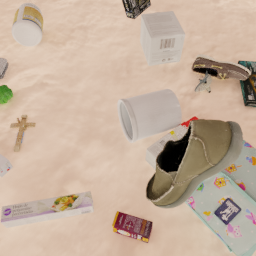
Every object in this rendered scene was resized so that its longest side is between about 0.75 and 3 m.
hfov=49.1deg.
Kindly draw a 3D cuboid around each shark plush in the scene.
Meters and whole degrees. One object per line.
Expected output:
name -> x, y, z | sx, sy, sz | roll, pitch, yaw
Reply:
shark plush -> 2.940, -1.892, 10.839 | 0.507, 0.553, 1.217 | -4, 59, 37

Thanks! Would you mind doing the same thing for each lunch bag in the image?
lunch bag -> 2.954, 1.857, 7.355 | 2.439, 1.487, 2.078 | -35, 63, -20

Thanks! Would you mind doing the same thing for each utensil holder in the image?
utensil holder -> 0.689, -0.435, 9.128 | 1.707, 1.450, 1.450 | -16, 54, -13

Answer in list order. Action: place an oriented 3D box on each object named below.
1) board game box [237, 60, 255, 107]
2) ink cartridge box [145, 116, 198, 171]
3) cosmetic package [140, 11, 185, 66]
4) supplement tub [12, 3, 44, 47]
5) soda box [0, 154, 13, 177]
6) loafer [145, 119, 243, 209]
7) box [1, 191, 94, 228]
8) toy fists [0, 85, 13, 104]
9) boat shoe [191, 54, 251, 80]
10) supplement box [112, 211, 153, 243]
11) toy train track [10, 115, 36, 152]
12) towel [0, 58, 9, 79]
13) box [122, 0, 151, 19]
board game box -> 5.146, -1.710, 10.778 | 1.555, 0.324, 2.299 | 5, 53, 4
ink cartridge box -> 1.726, 0.657, 8.738 | 2.112, 0.710, 1.227 | -33, 59, -22
cosmetic package -> 1.370, -3.726, 11.619 | 1.416, 1.407, 1.692 | -9, 54, -6
supplement tub -> -4.395, -4.592, 12.379 | 1.246, 1.246, 1.723 | -5, 53, -4
soda box -> -4.281, 0.928, 8.707 | 1.394, 0.444, 0.475 | 28, 58, 20
loafer -> 0.973, 0.686, 5.563 | 1.006, 2.889, 1.086 | 20, 47, -11
box -> -2.164, 2.231, 7.690 | 2.430, 0.503, 0.470 | -9, 53, -6
toy fists -> -4.855, -1.070, 10.233 | 1.308, 0.450, 0.667 | -27, 50, -17
boat shoe -> 3.561, -2.219, 10.845 | 2.200, 0.790, 0.655 | 25, 78, 24
supplement box -> 0.121, 2.608, 7.366 | 0.997, 0.550, 0.427 | 14, 55, 11
toy train track -> -3.643, 0.101, 9.462 | 0.865, 0.245, 1.508 | -2, 53, -1
towel -> -5.433, -2.379, 11.218 | 1.075, 0.460, 0.890 | 2, 54, -1
box -> 0.289, -4.273, 9.452 | 0.393, 0.747, 0.913 | 31, 68, 36
